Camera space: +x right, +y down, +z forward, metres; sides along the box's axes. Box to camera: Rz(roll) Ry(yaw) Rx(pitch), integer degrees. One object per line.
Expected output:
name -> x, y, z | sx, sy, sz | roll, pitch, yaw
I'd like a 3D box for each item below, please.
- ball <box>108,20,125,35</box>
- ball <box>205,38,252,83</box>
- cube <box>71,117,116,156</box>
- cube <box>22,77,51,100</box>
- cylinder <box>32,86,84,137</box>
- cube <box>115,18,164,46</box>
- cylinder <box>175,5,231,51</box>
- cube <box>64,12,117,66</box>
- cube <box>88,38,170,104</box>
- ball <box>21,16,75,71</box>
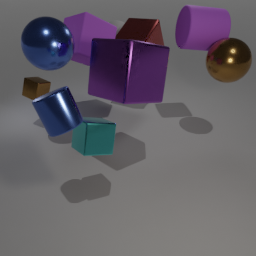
ball -> -0.503, -3.954, 12.236 | 1.400, 1.400, 1.400 | 0, 29, 0
ball -> 3.194, -2.145, 8.925 | 1.400, 1.400, 1.400 | 0, 29, 0
cube -> -0.756, 0.168, 6.106 | 0.700, 0.700, 0.700 | 1, 12, -34
cube -> -3.437, -1.477, 10.526 | 0.700, 0.700, 0.700 | 24, 22, 19
cylinder -> -1.263, -0.303, 5.084 | 0.700, 0.700, 0.700 | -21, 17, 7
cube -> 0.490, -3.400, 11.291 | 1.400, 1.400, 1.400 | 15, 60, 27
cylinder -> 2.507, -3.371, 9.535 | 1.400, 1.400, 1.400 | 1, 28, -12
cube -> -1.452, -3.100, 10.014 | 1.400, 1.400, 1.400 | 9, 1, -44
cube -> 0.000, -1.418, 6.998 | 1.400, 1.400, 1.400 | 19, 18, 42
ball -> -2.153, -2.262, 7.567 | 1.400, 1.400, 1.400 | 0, 29, 0
